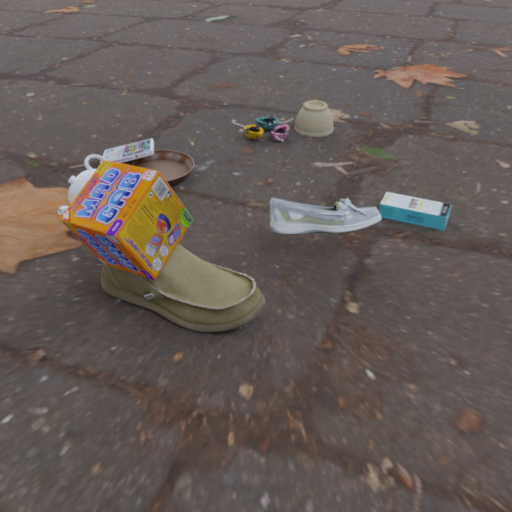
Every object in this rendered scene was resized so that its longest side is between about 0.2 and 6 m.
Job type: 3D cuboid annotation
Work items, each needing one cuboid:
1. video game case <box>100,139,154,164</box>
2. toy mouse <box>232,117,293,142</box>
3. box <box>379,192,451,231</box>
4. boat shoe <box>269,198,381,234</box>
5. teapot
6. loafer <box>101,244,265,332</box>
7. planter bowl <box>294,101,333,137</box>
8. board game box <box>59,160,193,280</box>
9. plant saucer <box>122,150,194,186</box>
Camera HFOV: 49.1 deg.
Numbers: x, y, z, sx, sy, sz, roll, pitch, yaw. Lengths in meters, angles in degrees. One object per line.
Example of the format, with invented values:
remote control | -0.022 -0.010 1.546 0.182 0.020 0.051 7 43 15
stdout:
video game case | -3.082 -2.492 13.495 1.231 0.155 1.351 -15 24 -3
toy mouse | 0.424 -3.365 14.946 1.453 0.316 1.635 -26 44 -31
box | 3.269 -0.930 11.570 1.353 0.333 0.557 15 39 19
boat shoe | 1.254 -0.771 10.204 2.033 0.652 0.749 -2 11 4
teapot | -3.203 -1.262 10.857 1.212 0.897 1.228 -51 26 6
loafer | -1.317 0.387 9.140 3.009 1.015 1.144 11 41 18
planter bowl | 1.581 -3.763 15.163 1.068 0.719 1.068 0 35 0
board game box | -1.940 -0.550 8.540 1.194 1.194 1.193 15 64 30
plant saucer | -2.297 -2.000 13.080 1.708 0.294 1.708 0 36 0
